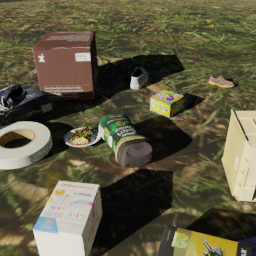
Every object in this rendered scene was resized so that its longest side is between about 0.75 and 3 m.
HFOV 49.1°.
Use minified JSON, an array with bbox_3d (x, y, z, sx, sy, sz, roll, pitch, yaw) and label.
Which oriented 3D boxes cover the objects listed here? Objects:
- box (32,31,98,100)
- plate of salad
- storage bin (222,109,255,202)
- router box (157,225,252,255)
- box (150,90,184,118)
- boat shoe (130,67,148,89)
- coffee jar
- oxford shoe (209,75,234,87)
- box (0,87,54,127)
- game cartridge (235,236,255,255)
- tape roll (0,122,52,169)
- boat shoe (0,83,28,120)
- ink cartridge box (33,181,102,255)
[{"bbox_3d":[-2.647,-2.911,12.742,2.356,2.332,2.840,-1,33,-1],"label":"box"},{"bbox_3d":[-1.573,0.243,9.652,1.294,0.311,1.294,-3,29,1],"label":"plate of salad"},{"bbox_3d":[3.261,0.700,7.553,0.872,1.860,1.847,2,33,5],"label":"storage bin"},{"bbox_3d":[1.238,2.950,4.997,1.705,0.566,2.168,7,37,20],"label":"router box"},{"bbox_3d":[1.575,-1.001,11.372,0.970,0.614,1.007,24,39,34],"label":"box"},{"bbox_3d":[0.583,-2.605,13.774,0.708,0.723,2.029,8,33,12],"label":"boat shoe"},{"bbox_3d":[-0.102,0.373,8.915,1.104,0.903,2.117,-8,33,-24],"label":"coffee jar"},{"bbox_3d":[4.523,-2.268,13.514,1.202,0.438,0.429,17,36,24],"label":"oxford shoe"},{"bbox_3d":[-4.353,-0.857,11.178,2.201,0.562,1.736,-24,38,-31],"label":"box"},{"bbox_3d":[2.553,2.892,5.569,0.930,0.275,1.435,-7,33,-10],"label":"game cartridge"},{"bbox_3d":[-3.632,0.505,9.207,2.215,0.405,2.215,0,32,0],"label":"tape roll"},{"bbox_3d":[-4.459,-0.699,9.503,1.108,0.892,2.389,-14,36,40],"label":"boat shoe"},{"bbox_3d":[-1.240,1.992,6.301,1.036,1.010,1.612,5,33,8],"label":"ink cartridge box"}]
